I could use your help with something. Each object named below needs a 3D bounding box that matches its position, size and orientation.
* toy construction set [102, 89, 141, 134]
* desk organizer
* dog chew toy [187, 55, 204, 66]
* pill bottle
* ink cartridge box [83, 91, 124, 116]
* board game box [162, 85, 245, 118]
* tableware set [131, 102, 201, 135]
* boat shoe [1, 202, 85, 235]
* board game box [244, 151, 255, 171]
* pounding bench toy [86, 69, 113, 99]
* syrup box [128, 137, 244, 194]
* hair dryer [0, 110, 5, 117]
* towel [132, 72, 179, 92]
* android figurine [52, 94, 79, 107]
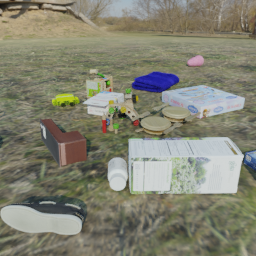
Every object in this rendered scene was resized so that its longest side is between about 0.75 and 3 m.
[{"bbox_3d":[-0.387,-0.786,11.326,1.630,1.502,1.955,12,27,27],"label":"toy construction set"},{"bbox_3d":[-2.242,0.372,9.499,0.893,0.832,2.319,-10,25,-28],"label":"desk organizer"},{"bbox_3d":[5.569,-5.509,23.270,1.416,0.882,0.882,-17,28,-18],"label":"dog chew toy"},{"bbox_3d":[-0.283,1.272,7.721,0.549,0.549,0.960,-1,23,-2],"label":"pill bottle"},{"bbox_3d":[-1.107,-1.086,13.044,1.166,0.687,2.026,9,25,21],"label":"ink cartridge box"},{"bbox_3d":[3.654,-1.393,13.886,2.839,0.584,2.832,-12,26,-27],"label":"board game box"},{"bbox_3d":[1.537,-0.265,11.359,1.751,0.531,2.649,23,34,36],"label":"tableware set"},{"bbox_3d":[-1.838,1.892,6.150,1.771,0.654,0.534,4,23,2],"label":"boat shoe"},{"bbox_3d":[4.745,1.243,7.966,1.560,0.397,2.305,-8,24,-18],"label":"board game box"},{"bbox_3d":[-1.479,-2.468,15.088,1.012,1.629,1.270,11,26,25],"label":"pounding bench toy"},{"bbox_3d":[1.462,0.995,7.610,2.870,1.130,1.169,-1,23,-2],"label":"syrup box"},{"bbox_3d":[-6.932,-0.575,12.267,2.483,0.675,1.891,10,8,13],"label":"hair dryer"},{"bbox_3d":[1.749,-2.937,17.335,2.136,0.717,2.893,11,26,26],"label":"towel"},{"bbox_3d":[-3.205,-1.425,14.340,1.348,0.304,1.481,-9,25,-19],"label":"android figurine"}]
